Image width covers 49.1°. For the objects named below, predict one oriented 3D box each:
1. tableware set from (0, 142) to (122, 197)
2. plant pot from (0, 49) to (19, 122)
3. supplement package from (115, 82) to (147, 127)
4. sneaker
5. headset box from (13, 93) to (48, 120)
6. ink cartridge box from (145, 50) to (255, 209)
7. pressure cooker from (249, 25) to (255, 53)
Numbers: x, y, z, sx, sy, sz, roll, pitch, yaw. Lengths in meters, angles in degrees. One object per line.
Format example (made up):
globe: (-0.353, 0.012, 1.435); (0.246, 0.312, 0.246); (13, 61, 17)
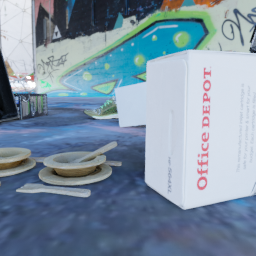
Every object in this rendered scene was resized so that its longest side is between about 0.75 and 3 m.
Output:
tableware set: (-1.388, 0.462, 4.259); (2.334, 0.468, 1.543); (2, 8, 14)
plant pot: (-5.958, -1.318, 9.872); (2.510, 2.830, 2.823); (-13, 7, 7)
supplement package: (0.665, -0.815, 9.632); (1.343, 1.333, 1.769); (-6, 3, 36)
sneaker: (-0.798, -0.900, 12.039); (2.240, 0.993, 0.861); (-2, 8, -16)
headset box: (-5.006, -1.024, 12.667); (2.004, 1.067, 2.301); (2, 8, 14)
ink cartridge box: (1.419, -0.065, 3.664); (2.296, 1.676, 0.968); (-3, 8, -23)
pressure cooker: (3.496, -1.884, 6.107); (1.508, 1.714, 1.531); (17, 23, 12)
